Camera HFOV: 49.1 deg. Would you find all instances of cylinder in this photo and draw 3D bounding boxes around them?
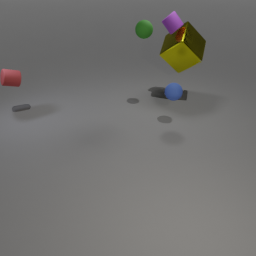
[{"bbox_3d":[1.950,-4.595,12.247,0.700,0.700,0.700,-37,12,9],"label":"cylinder"},{"bbox_3d":[-5.029,-2.142,12.014,0.700,0.700,0.700,-1,24,-37],"label":"cylinder"}]

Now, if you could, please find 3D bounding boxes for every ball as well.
[{"bbox_3d":[1.802,-1.434,11.064,0.700,0.700,0.700,0,29,0],"label":"ball"},{"bbox_3d":[0.628,-3.855,10.952,0.700,0.700,0.700,0,29,0],"label":"ball"}]

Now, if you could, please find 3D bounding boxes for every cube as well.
[{"bbox_3d":[2.525,-3.663,12.847,1.400,1.400,1.400,-20,43,47],"label":"cube"}]
